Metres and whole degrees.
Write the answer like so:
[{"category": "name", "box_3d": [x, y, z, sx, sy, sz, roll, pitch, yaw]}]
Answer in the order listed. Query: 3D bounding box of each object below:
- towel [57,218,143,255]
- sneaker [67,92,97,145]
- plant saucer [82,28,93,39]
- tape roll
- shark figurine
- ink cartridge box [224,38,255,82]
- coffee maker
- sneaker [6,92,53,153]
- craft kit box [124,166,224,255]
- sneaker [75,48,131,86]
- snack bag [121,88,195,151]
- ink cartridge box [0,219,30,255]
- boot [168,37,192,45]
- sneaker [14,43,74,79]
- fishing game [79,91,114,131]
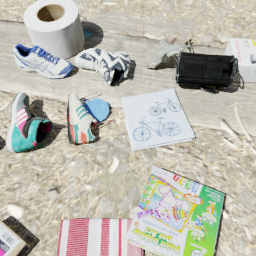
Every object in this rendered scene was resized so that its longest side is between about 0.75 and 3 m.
[{"category": "towel", "box_3d": [-0.886, 3.839, 8.861, 2.733, 0.311, 1.968, 0, 55, 0]}, {"category": "sneaker", "box_3d": [-1.901, -0.401, 11.548, 1.154, 0.869, 2.468, 2, 53, -18]}, {"category": "plant saucer", "box_3d": [-2.624, -5.193, 15.120, 1.488, 0.141, 0.520, 24, 62, 17]}, {"category": "tape roll", "box_3d": [-3.577, -4.927, 13.859, 2.628, 1.804, 2.628, -2, 58, 2]}, {"category": "shark figurine", "box_3d": [2.022, -3.782, 13.155, 2.579, 1.541, 1.076, -24, 81, -11]}, {"category": "ink cartridge box", "box_3d": [6.031, -3.149, 13.143, 2.610, 1.117, 1.926, 5, 56, 1]}, {"category": "coffee maker", "box_3d": [3.282, -2.627, 12.108, 2.354, 2.261, 1.586, 5, 72, 6]}, {"category": "sneaker", "box_3d": [-3.804, -0.317, 11.176, 1.602, 1.110, 2.654, -4, 63, 3]}, {"category": "craft kit box", "box_3d": [1.584, 2.885, 9.154, 2.671, 0.648, 2.638, 20, 59, 6]}, {"category": "sneaker", "box_3d": [-1.167, -2.737, 12.883, 2.617, 1.044, 1.703, 5, 47, -9]}, {"category": "snack bag", "box_3d": [1.111, -0.438, 11.789, 2.621, 0.298, 2.779, -11, 57, -8]}, {"category": "ink cartridge box", "box_3d": [-4.041, 3.728, 8.787, 1.449, 0.544, 1.194, 30, 60, 18]}, {"category": "boot", "box_3d": [2.634, -4.450, 14.419, 1.132, 0.398, 0.828, -40, 66, -18]}, {"category": "sneaker", "box_3d": [-4.003, -3.153, 13.060, 2.873, 1.266, 1.082, 10, 55, 5]}, {"category": "fishing game", "box_3d": [-1.419, -0.717, 12.012, 1.254, 0.272, 1.751, -30, 66, -10]}]
